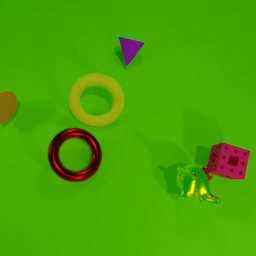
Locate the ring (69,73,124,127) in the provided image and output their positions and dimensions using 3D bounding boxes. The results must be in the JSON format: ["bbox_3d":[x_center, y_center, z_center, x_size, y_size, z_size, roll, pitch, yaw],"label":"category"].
[{"bbox_3d":[-0.907,-0.786,8.113,1.605,1.605,0.321,-6,25,-3],"label":"ring"}]

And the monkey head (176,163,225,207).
[{"bbox_3d":[1.792,1.397,6.894,1.198,1.665,1.004,2,79,39],"label":"monkey head"}]

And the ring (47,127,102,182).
[{"bbox_3d":[-1.399,0.707,7.516,1.488,0.298,1.488,7,73,-24],"label":"ring"}]

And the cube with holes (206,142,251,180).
[{"bbox_3d":[2.533,0.858,7.148,0.730,0.730,0.730,17,78,-2],"label":"cube with holes"}]

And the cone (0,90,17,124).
[{"bbox_3d":[-3.914,-0.738,8.027,0.982,0.979,0.979,19,61,13],"label":"cone"}]

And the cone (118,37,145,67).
[{"bbox_3d":[0.037,-2.493,9.385,0.909,0.913,0.909,11,15,-3],"label":"cone"}]
